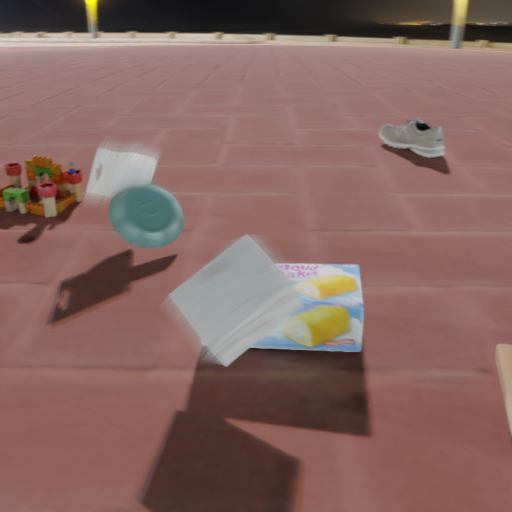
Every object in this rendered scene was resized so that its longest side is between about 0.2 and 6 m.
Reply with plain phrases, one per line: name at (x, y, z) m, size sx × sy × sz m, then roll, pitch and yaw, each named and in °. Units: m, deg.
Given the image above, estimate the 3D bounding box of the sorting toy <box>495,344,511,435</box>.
sorting toy at (3.848, 1.939, 6.501) m, size 1.885 × 0.660 × 1.896 m, roll 6°, pitch 27°, yaw 13°

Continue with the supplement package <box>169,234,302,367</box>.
supplement package at (-0.264, 0.589, 7.458) m, size 1.329 × 0.737 × 1.035 m, roll -38°, pitch 58°, yaw -7°

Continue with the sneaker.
sneaker at (5.037, -3.970, 17.971) m, size 0.967 × 1.061 × 2.587 m, roll -17°, pitch 31°, yaw -30°

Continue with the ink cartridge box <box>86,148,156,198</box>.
ink cartridge box at (-2.807, -1.674, 11.643) m, size 1.229 × 0.997 × 0.308 m, roll 12°, pitch 22°, yaw -26°

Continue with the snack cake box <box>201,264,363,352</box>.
snack cake box at (0.410, 0.742, 8.648) m, size 2.384 × 0.801 × 1.371 m, roll 1°, pitch 26°, yaw 7°

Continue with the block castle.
block castle at (-5.442, -1.752, 13.516) m, size 2.238 × 1.050 × 1.496 m, roll 9°, pitch 27°, yaw 17°

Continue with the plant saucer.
plant saucer at (-2.182, -0.885, 11.310) m, size 1.532 × 0.275 × 1.532 m, roll 11°, pitch 59°, yaw -18°
